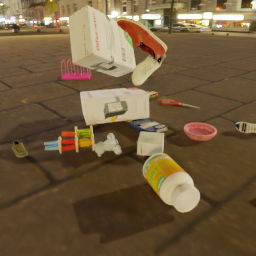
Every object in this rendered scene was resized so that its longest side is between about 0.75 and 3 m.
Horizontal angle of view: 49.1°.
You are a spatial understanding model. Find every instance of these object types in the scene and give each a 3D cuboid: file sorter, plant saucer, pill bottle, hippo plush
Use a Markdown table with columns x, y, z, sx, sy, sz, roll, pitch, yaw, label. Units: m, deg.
| x | y | z | sx | sy | sz | roll | pitch | yaw | label |
| --- | --- | --- | --- | --- | --- | --- | --- | --- | --- |
| -3.626 | -4.140 | 19.592 | 1.920 | 1.204 | 1.334 | 0 | 25 | -1 | file sorter |
| 2.845 | 0.160 | 11.099 | 1.269 | 0.322 | 1.269 | 1 | 24 | 0 | plant saucer |
| 1.141 | 1.444 | 7.474 | 0.936 | 0.936 | 1.685 | -9 | 25 | -20 | pill bottle |
| -0.722 | 0.706 | 9.686 | 0.776 | 0.769 | 0.965 | -30 | 10 | 5 | hippo plush |

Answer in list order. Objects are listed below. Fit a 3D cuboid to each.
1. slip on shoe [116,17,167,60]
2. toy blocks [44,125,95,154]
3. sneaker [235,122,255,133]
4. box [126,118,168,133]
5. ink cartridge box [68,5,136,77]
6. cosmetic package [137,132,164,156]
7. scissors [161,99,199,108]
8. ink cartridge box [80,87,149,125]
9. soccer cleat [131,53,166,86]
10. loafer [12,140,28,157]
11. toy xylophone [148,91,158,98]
| x | y | z | sx | sy | sz | roll | pitch | yaw | label |
| --- | --- | --- | --- | --- | --- | --- | --- | --- | --- |
| 0.303 | -2.286 | 7.111 | 1.482 | 0.453 | 0.549 | 36 | -9 | -7 | slip on shoe |
| -2.112 | 0.406 | 10.186 | 1.706 | 0.619 | 1.421 | -4 | 25 | -10 | toy blocks |
| 5.004 | -0.006 | 11.451 | 1.157 | 0.435 | 0.469 | 12 | 13 | 22 | sneaker |
| 0.750 | -0.088 | 11.699 | 0.965 | 0.258 | 1.593 | -17 | 28 | -33 | box |
| -0.911 | -3.115 | 10.428 | 1.052 | 1.827 | 2.503 | -14 | -11 | 35 | ink cartridge box |
| 0.821 | 0.558 | 9.950 | 0.880 | 0.541 | 0.878 | 5 | 25 | 7 | cosmetic package |
| 2.715 | -1.273 | 14.491 | 2.099 | 0.146 | 0.768 | 7 | 23 | 19 | scissors |
| -0.632 | -1.050 | 12.492 | 2.743 | 1.175 | 2.025 | -8 | 18 | -11 | ink cartridge box |
| 0.585 | -1.742 | 8.020 | 0.530 | 0.473 | 1.366 | 2 | 46 | 48 | soccer cleat |
| -3.819 | 0.720 | 9.808 | 0.380 | 0.352 | 1.010 | -21 | 31 | -38 | loafer |
| 1.274 | -1.899 | 15.812 | 0.849 | 0.213 | 0.622 | -17 | 29 | -34 | toy xylophone |
